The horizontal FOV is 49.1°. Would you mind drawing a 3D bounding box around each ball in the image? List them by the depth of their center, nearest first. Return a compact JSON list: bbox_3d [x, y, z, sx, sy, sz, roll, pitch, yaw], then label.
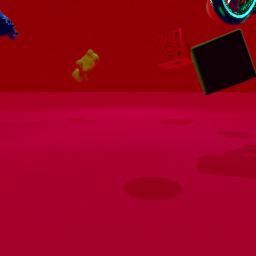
[{"bbox_3d":[2.928,-3.836,8.708,0.943,0.943,0.943,0,8,0],"label":"ball"}]

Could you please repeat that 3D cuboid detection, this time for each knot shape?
[{"bbox_3d":[2.885,-3.171,6.510,1.768,1.890,0.873,17,34,-54],"label":"knot shape"}]

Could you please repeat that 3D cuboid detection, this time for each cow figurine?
[{"bbox_3d":[-3.747,-2.446,7.370,1.418,1.441,0.791,16,-21,7],"label":"cow figurine"},{"bbox_3d":[-1.691,-2.450,11.285,0.726,1.323,1.302,43,-3,-2],"label":"cow figurine"}]

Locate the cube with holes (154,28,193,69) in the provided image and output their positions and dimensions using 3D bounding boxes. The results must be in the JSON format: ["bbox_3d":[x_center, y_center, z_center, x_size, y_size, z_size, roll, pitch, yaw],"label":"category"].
[{"bbox_3d":[1.851,-3.104,11.116,1.133,1.133,1.133,-9,-3,33],"label":"cube with holes"}]

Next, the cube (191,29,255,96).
[{"bbox_3d":[1.654,-1.113,4.976,0.829,0.829,0.829,-19,0,14],"label":"cube"}]
